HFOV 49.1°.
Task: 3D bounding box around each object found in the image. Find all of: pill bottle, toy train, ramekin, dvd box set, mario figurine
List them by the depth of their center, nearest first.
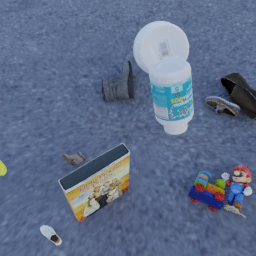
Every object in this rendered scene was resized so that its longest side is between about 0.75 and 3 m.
[{"bbox_3d":[1.279,-0.829,8.007,1.132,2.043,1.132,-9,34,6],"label":"pill bottle"},{"bbox_3d":[-0.894,1.811,8.744,2.104,2.875,0.423,-30,61,-20],"label":"dvd box set"},{"bbox_3d":[3.194,2.280,9.766,1.935,0.819,1.120,22,45,15],"label":"toy train"},{"bbox_3d":[3.792,1.976,9.864,1.020,0.876,1.653,20,59,15],"label":"mario figurine"},{"bbox_3d":[1.283,-2.959,10.550,2.069,2.069,1.009,-6,18,-4],"label":"ramekin"}]

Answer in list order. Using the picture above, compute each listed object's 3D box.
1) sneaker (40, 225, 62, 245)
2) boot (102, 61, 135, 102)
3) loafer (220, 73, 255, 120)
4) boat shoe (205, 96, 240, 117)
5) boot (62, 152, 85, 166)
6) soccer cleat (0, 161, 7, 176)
[{"bbox_3d":[-2.535,3.442,9.140,0.887,0.375,0.323,29,62,20],"label":"sneaker"},{"bbox_3d":[-0.509,-2.215,12.858,1.492,0.791,2.266,-5,51,3],"label":"boot"},{"bbox_3d":[4.827,-1.307,12.002,1.003,1.026,2.812,-5,44,-20],"label":"loafer"},{"bbox_3d":[4.024,-0.900,12.047,1.514,0.547,0.548,18,59,12],"label":"boat shoe"},{"bbox_3d":[-2.082,1.111,10.847,0.791,0.278,0.578,38,57,22],"label":"boot"},{"bbox_3d":[-3.750,0.482,6.834,0.680,2.104,0.880,10,63,47],"label":"soccer cleat"}]
